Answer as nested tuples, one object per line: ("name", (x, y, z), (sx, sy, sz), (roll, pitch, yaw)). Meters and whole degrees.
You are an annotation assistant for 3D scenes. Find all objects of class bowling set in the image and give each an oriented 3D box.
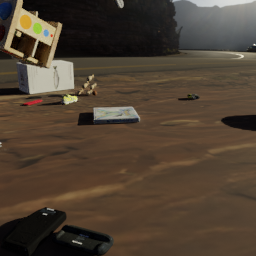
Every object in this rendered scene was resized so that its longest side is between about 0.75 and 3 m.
("bowling set", (-2.081, -2.144, 15.392), (0.959, 1.379, 0.740), (42, 27, -7))

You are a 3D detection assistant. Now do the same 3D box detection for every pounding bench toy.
("pounding bench toy", (-2.596, -2.099, 6.142), (1.663, 1.033, 1.297), (17, 1, 34))

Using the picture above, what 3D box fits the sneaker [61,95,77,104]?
("sneaker", (-2.798, -1.423, 13.497), (0.398, 0.403, 1.055), (7, 18, 23))

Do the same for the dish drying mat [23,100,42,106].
("dish drying mat", (-4.539, -1.207, 13.354), (0.365, 0.086, 0.950), (7, 20, 23))

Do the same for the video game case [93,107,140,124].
("video game case", (-0.510, -0.531, 11.000), (1.685, 0.203, 1.848), (-2, 18, -7))

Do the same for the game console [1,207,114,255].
("game console", (-1.020, 1.637, 4.218), (1.593, 0.192, 0.939), (6, 19, 22))

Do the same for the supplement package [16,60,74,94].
("supplement package", (-4.873, -3.085, 16.657), (2.833, 1.656, 1.662), (-15, 23, -37))

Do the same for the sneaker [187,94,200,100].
("sneaker", (3.417, -1.646, 14.405), (0.317, 0.279, 0.750), (-13, 22, -35))

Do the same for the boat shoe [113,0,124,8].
("boat shoe", (-0.399, -4.106, 8.710), (0.280, 0.789, 0.284), (27, 64, 36))
